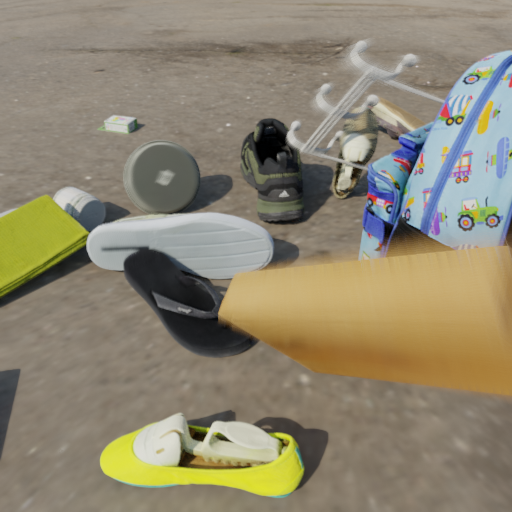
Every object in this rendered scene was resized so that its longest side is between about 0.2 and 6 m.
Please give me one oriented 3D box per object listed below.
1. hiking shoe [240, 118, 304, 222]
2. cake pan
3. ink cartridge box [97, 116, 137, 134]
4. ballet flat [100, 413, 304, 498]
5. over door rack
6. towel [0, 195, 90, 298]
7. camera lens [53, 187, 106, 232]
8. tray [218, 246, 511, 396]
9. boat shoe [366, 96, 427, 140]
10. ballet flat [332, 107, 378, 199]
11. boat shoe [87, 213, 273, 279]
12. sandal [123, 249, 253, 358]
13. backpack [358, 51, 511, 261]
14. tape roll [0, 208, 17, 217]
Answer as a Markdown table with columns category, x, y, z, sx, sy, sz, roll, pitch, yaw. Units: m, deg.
| category | x | y | z | sx | sy | sz | roll | pitch | yaw |
| --- | --- | --- | --- | --- | --- | --- | --- | --- | --- |
| hiking shoe | 0.406 | -2.178 | 11.893 | 1.315 | 1.748 | 3.473 | -4 | 34 | -10 |
| cake pan | -1.860 | -1.554 | 11.202 | 1.538 | 1.538 | 0.282 | -9 | 6 | -13 |
| ink cartridge box | -3.859 | -3.648 | 15.504 | 1.005 | 0.298 | 0.522 | 10 | 34 | 15 |
| ballet flat | -0.622 | 2.124 | 6.201 | 2.312 | 0.775 | 0.772 | 4 | 33 | 7 |
| over door rack | 2.526 | -2.421 | 10.473 | 3.195 | 2.360 | 1.064 | 22 | 55 | -17 |
| towel | -4.371 | 0.076 | 9.051 | 1.372 | 0.288 | 3.189 | 41 | 55 | 16 |
| camera lens | -3.472 | -0.915 | 10.917 | 0.891 | 0.713 | 0.713 | 23 | 39 | 31 |
| tray | 1.330 | 0.776 | 5.929 | 3.623 | 1.787 | 0.671 | -7 | 54 | 54 |
| boat shoe | 3.772 | -3.435 | 14.817 | 2.188 | 0.709 | 0.787 | 41 | 39 | 20 |
| ballet flat | 1.945 | -1.941 | 11.287 | 0.726 | 2.140 | 0.806 | 19 | 54 | 8 |
| boat shoe | -1.277 | -0.331 | 9.663 | 3.190 | 1.148 | 0.989 | 3 | 27 | 4 |
| sandal | -1.131 | 0.635 | 8.431 | 2.560 | 0.548 | 0.974 | 34 | 48 | 26 |
| backpack | 3.352 | -1.047 | 8.066 | 2.714 | 4.034 | 3.683 | 27 | 43 | 35 |
| tape roll | -4.200 | -0.351 | 10.253 | 1.520 | 0.502 | 1.520 | 0 | 32 | 0 |
